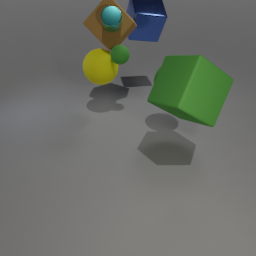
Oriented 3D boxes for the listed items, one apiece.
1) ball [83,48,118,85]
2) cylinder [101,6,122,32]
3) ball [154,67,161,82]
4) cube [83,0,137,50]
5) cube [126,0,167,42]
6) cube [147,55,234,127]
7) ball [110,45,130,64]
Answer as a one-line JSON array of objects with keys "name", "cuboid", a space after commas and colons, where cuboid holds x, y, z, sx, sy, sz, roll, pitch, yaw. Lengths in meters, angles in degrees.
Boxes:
[{"name": "ball", "cuboid": [-1.082, -2.419, 11.072, 1.400, 1.400, 1.400, 0, 31, 0]}, {"name": "cylinder", "cuboid": [-0.574, -3.807, 9.830, 0.700, 0.700, 0.700, -1, 1, -1]}, {"name": "ball", "cuboid": [1.597, -1.587, 9.682, 1.400, 1.400, 1.400, 0, 31, 0]}, {"name": "cube", "cuboid": [-0.655, -4.041, 10.954, 1.400, 1.400, 1.400, 44, 14, -7]}, {"name": "cube", "cuboid": [0.740, -4.822, 12.303, 1.400, 1.400, 1.400, 0, 59, -15]}, {"name": "cube", "cuboid": [1.647, -1.011, 7.537, 1.400, 1.400, 1.400, 23, 0, -33]}, {"name": "ball", "cuboid": [-0.292, -2.687, 10.264, 0.700, 0.700, 0.700, 0, 31, 0]}]
